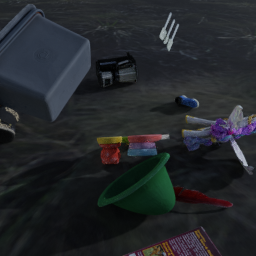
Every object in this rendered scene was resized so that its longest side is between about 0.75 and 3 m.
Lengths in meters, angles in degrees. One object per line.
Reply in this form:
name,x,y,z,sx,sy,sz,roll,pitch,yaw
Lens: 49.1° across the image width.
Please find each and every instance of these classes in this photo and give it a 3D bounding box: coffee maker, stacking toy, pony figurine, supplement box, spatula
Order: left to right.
coffee maker,-0.624,-2.903,13.976,1.915,1.290,1.840,-10,33,-11
stacking toy,0.240,0.685,8.948,2.047,0.864,1.853,-4,-3,37
spatula,1.492,-3.471,10.009,0.094,0.818,1.177,8,68,43
supplement box,0.899,2.944,5.625,1.965,0.842,1.084,-12,36,-18
pony figurine,3.120,0.145,9.145,2.540,2.115,2.452,-5,22,20

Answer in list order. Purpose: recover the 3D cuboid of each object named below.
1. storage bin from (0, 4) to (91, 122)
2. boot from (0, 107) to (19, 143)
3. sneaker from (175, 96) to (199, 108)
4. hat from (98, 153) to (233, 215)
storage bin,-2.273,-1.464,7.363,1.852,2.007,2.757,24,61,7
boot,-4.979,-0.327,10.151,2.010,0.736,1.514,21,26,-19
sneaker,2.461,-1.090,11.973,0.609,0.421,1.096,-14,32,-30
hat,0.865,2.115,7.312,2.607,2.294,2.159,-33,4,31
